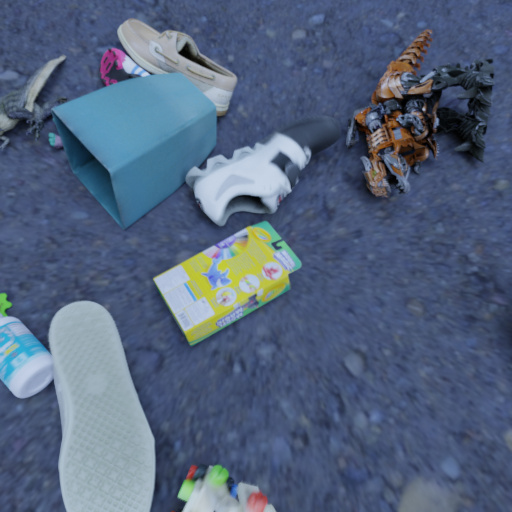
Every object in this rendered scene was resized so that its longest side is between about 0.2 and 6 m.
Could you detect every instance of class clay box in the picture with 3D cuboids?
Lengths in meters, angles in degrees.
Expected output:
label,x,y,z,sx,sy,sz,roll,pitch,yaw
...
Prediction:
label,x,y,z,sx,sy,sz,roll,pitch,yaw
clay box,-0.424,0.383,8.963,2.119,0.504,1.217,-28,55,-13

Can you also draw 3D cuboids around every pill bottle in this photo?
label,x,y,z,sx,sy,sz,roll,pitch,yaw
pill bottle,-3.670,1.433,8.427,1.341,0.743,0.743,40,70,18

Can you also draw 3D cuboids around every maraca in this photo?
label,x,y,z,sx,sy,sz,roll,pitch,yaw
maraca,-4.431,0.785,8.910,0.972,0.520,0.666,15,68,-18

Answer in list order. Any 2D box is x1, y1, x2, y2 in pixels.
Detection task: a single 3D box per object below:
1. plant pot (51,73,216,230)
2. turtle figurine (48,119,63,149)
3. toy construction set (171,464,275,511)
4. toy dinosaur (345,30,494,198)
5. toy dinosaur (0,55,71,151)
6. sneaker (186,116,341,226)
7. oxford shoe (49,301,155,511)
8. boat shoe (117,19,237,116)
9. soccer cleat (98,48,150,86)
label,x,y,z,sx,sy,sz,roll,pitch,yaw
plant pot,-1.905,-2.030,9.692,2.343,1.656,1.655,-37,69,-21
turtle figurine,-3.042,-2.394,10.328,1.474,0.742,1.104,-7,42,15
toy construction set,-0.738,3.510,6.775,1.110,1.580,2.410,38,102,-2
toy dinosaur,2.903,-2.717,10.062,2.449,1.843,3.608,5,84,20
toy dinosaur,-4.256,-2.759,10.525,1.415,0.762,3.210,23,63,22
sneaker,0.330,-1.379,9.720,2.852,1.057,1.262,-26,69,-3
oxford shoe,-2.199,2.329,7.901,1.277,0.981,3.396,-10,75,-20
boat shoe,-1.498,-3.837,10.746,2.812,0.913,1.015,43,38,16
soccer cleat,-2.395,-3.365,10.921,0.707,0.874,2.024,-55,49,17
